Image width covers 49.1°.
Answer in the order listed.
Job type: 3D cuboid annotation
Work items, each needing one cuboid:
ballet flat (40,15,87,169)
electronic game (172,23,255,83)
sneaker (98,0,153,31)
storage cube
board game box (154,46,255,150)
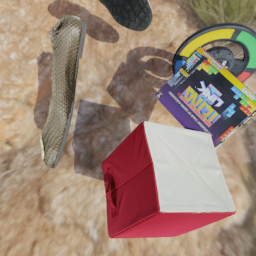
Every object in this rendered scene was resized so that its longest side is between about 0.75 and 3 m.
[{"bbox_3d":[-1.166,-0.576,4.628,0.586,0.852,2.530,10,99,-15],"label":"ballet flat"},{"bbox_3d":[2.140,-1.586,6.796,2.127,2.127,0.443,-1,54,0],"label":"electronic game"},{"bbox_3d":[-0.439,-3.761,7.661,2.712,1.027,1.187,35,23,-14],"label":"sneaker"},{"bbox_3d":[0.594,0.952,4.773,1.698,1.526,1.452,10,55,-27],"label":"storage cube"},{"bbox_3d":[1.514,-0.542,5.423,1.327,0.455,1.605,-47,67,16],"label":"board game box"}]
